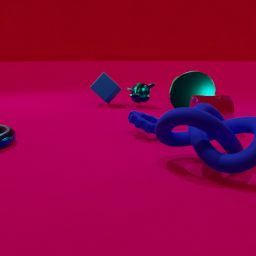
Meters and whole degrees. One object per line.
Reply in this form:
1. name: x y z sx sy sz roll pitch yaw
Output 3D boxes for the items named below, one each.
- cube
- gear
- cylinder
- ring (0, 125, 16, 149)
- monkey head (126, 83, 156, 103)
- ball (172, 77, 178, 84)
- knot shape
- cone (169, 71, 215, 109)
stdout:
1. cube: -0.880 -1.598 11.317 0.833 0.833 0.833 43 4 7
2. gear: 0.563 -0.117 7.150 1.149 0.212 1.149 20 15 -6
3. cylinder: 2.212 -0.404 7.512 0.952 0.952 0.952 0 15 0
4. ring: -3.379 0.221 6.371 1.563 0.313 1.563 1 15 0
5. monkey head: 0.417 -1.422 10.961 1.307 0.787 0.940 -6 -11 31
6. ball: 2.347 -1.795 12.127 0.916 0.916 0.916 0 15 0
7. knot shape: 1.614 0.082 5.231 1.966 0.908 1.839 15 15 25
8. cone: 2.522 -1.047 10.390 1.593 1.593 1.599 7 -10 26
